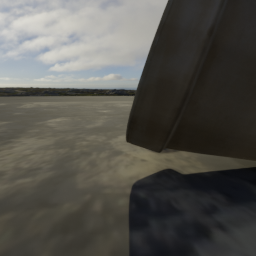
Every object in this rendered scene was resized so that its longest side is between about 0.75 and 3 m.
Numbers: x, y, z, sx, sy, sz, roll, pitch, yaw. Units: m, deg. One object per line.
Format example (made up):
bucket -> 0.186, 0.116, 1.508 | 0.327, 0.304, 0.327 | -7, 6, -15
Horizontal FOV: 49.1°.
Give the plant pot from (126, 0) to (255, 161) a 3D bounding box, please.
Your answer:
plant pot -> 1.544, -0.644, 3.969 | 2.380, 2.742, 2.742 | 21, 10, 5
